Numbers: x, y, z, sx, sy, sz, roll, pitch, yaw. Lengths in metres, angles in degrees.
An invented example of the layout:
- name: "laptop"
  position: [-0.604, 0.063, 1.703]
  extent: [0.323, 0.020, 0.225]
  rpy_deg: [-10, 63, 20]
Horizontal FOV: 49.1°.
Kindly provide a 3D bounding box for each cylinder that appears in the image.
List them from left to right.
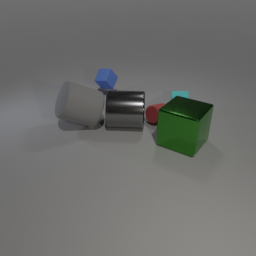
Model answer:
- name: "cylinder"
  position: [-1.802, -0.882, 10.389]
  extent: [1.400, 1.400, 1.400]
  rpy_deg: [16, 21, -30]
- name: "cylinder"
  position: [-0.074, -0.703, 10.573]
  extent: [1.400, 1.400, 1.400]
  rpy_deg: [2, 30, 3]
- name: "cylinder"
  position: [1.158, -0.588, 10.980]
  extent: [0.700, 0.700, 0.700]
  rpy_deg: [-15, 32, -43]

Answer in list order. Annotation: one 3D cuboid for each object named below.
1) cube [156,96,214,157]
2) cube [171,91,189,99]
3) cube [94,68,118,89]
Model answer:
- name: "cube"
  position: [1.926, -0.105, 9.557]
  extent: [1.400, 1.400, 1.400]
  rpy_deg: [19, 35, 29]
- name: "cube"
  position: [2.146, -1.050, 11.655]
  extent: [0.700, 0.700, 0.700]
  rpy_deg: [1, 53, 5]
- name: "cube"
  position: [-1.020, -2.305, 13.147]
  extent: [0.700, 0.700, 0.700]
  rpy_deg: [7, 67, 34]
